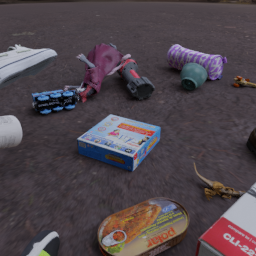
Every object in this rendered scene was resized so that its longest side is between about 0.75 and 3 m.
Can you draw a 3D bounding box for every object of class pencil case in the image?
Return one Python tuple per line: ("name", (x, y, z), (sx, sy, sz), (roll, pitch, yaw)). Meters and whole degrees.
("pencil case", (3.175, -3.202, 13.303), (2.849, 1.196, 1.218), (31, 75, 40))

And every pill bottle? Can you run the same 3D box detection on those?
("pill bottle", (-2.717, 0.129, 5.388), (0.656, 0.656, 1.147), (22, 20, 33))

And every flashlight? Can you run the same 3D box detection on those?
("flashlight", (0.295, -2.156, 11.813), (1.006, 1.003, 2.962), (25, 19, -31))

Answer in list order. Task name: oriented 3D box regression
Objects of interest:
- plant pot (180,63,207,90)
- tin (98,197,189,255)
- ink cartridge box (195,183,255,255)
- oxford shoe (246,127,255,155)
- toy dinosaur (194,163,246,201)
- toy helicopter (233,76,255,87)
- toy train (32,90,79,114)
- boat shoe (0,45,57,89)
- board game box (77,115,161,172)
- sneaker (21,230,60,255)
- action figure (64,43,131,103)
("plant pot", (2.638, -2.047, 11.630), (1.104, 1.104, 0.740), (17, 60, 27))
("tin", (0.316, 1.911, 5.254), (1.808, 0.379, 1.013), (-15, 29, -24))
("ink cartridge box", (1.954, 1.795, 4.149), (2.232, 1.610, 0.935), (-25, 38, -37))
("oxford shoe", (3.692, 0.539, 7.267), (0.640, 0.744, 1.762), (-4, 31, -11))
("toy dinosaur", (1.939, 1.324, 6.346), (1.368, 0.413, 0.727), (27, 20, 24))
("toy helicopter", (5.089, -1.948, 12.103), (1.054, 0.416, 0.697), (20, 24, 12))
("toy train", (-2.620, -0.999, 10.037), (1.628, 0.706, 0.930), (-14, 26, -23))
("boat shoe", (-2.659, -1.727, 6.979), (0.848, 0.770, 2.306), (-36, 9, 31))
("board game box", (-0.215, 0.336, 7.862), (1.733, 0.484, 1.697), (16, 33, 25))
("sneaker", (-1.118, 2.661, 3.572), (1.137, 0.984, 2.745), (14, 34, -5))
("action figure", (-1.312, -2.051, 11.295), (2.024, 1.821, 2.719), (23, 59, -16))
